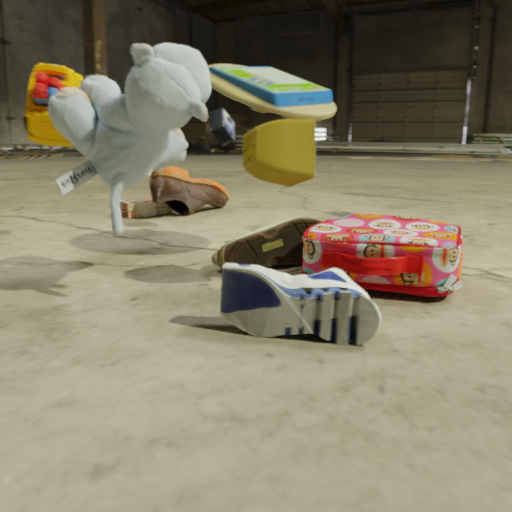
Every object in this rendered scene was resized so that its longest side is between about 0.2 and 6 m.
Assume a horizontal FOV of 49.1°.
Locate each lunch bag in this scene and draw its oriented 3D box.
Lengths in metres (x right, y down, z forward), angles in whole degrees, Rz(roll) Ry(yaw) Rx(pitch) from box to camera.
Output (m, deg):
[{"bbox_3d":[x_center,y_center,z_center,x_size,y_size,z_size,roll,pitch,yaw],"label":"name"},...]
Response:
[{"bbox_3d":[2.115,-0.029,9.431,2.620,1.073,2.307,5,14,19],"label":"lunch bag"}]

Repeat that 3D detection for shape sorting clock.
[{"bbox_3d":[0.280,-3.317,11.332,2.766,0.543,2.766,11,28,-6],"label":"shape sorting clock"}]

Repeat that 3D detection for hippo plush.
[{"bbox_3d":[-1.894,-2.307,8.481,2.184,2.205,2.742,38,41,-8],"label":"hippo plush"}]

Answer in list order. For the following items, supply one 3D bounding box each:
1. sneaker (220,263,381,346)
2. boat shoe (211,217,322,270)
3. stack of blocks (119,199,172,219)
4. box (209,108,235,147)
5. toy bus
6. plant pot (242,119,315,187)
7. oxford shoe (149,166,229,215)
[{"bbox_3d":[0.626,0.600,7.574,2.131,0.861,1.230,10,12,14],"label":"sneaker"},{"bbox_3d":[0.306,-0.230,10.916,2.592,0.929,0.987,-9,4,-34],"label":"boat shoe"},{"bbox_3d":[-3.325,-1.465,16.986,1.508,0.442,0.868,-8,16,-33],"label":"stack of blocks"},{"bbox_3d":[-0.839,-3.198,13.952,0.409,0.663,0.658,-17,-34,23],"label":"box"},{"bbox_3d":[-4.473,-3.579,12.282,1.243,1.832,1.759,3,-18,-9],"label":"toy bus"},{"bbox_3d":[0.308,-1.679,8.967,0.958,0.936,0.930,3,-4,-24],"label":"plant pot"},{"bbox_3d":[-2.070,-1.805,17.312,1.203,1.230,3.374,-1,-8,37],"label":"oxford shoe"}]
